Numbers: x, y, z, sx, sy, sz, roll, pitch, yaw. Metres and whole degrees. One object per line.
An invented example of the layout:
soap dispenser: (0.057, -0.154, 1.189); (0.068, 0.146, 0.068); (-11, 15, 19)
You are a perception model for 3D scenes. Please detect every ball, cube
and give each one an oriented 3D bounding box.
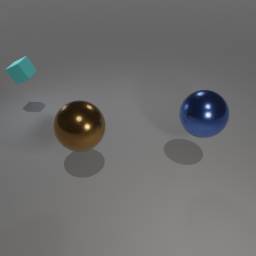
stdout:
ball: (2.203, -0.407, 8.138); (1.400, 1.400, 1.400); (0, 33, 0)
cube: (-4.165, -2.258, 10.971); (0.700, 0.700, 0.700); (-17, 32, 25)
ball: (-1.311, -0.051, 7.638); (1.400, 1.400, 1.400); (0, 33, 0)
